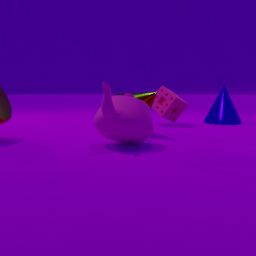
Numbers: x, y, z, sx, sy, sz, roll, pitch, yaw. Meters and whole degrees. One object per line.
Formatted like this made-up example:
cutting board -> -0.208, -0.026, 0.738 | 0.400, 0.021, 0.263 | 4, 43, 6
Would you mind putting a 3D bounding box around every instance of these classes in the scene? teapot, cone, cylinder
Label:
teapot -> -0.078, -0.252, 5.632 | 1.207, 0.950, 1.941 | 3, -16, 28
cone -> 3.318, -0.832, 9.758 | 1.300, 1.305, 1.300 | 1, 7, 0
cone -> 0.321, -0.594, 6.860 | 1.186, 1.186, 1.190 | -7, -18, -41
cylinder -> -3.341, -0.442, 6.251 | 1.033, 1.033, 1.033 | -21, 6, 5

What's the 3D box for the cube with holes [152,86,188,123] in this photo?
cube with holes -> 1.314, -0.770, 9.131 | 0.754, 0.754, 0.754 | 19, 22, -47
